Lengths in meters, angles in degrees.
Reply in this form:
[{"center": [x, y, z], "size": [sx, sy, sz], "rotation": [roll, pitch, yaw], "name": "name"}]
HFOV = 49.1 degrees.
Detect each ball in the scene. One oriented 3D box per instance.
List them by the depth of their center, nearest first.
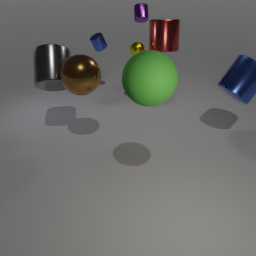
[{"center": [0.541, -1.247, 7.098], "size": [1.400, 1.400, 1.400], "rotation": [0, 29, 0], "name": "ball"}, {"center": [-1.620, -1.822, 9.664], "size": [1.400, 1.400, 1.400], "rotation": [0, 29, 0], "name": "ball"}, {"center": [0.431, -3.634, 12.993], "size": [0.700, 0.700, 0.700], "rotation": [0, 29, 0], "name": "ball"}]

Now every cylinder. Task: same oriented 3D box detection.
[{"center": [-2.851, -2.252, 10.641], "size": [1.400, 1.400, 1.400], "rotation": [-5, -8, -1], "name": "cylinder"}, {"center": [4.445, -1.854, 10.818], "size": [1.400, 1.400, 1.400], "rotation": [33, 12, -8], "name": "cylinder"}, {"center": [1.689, -4.320, 13.063], "size": [1.400, 1.400, 1.400], "rotation": [-1, 21, 0], "name": "cylinder"}, {"center": [0.642, -5.627, 13.715], "size": [0.700, 0.700, 0.700], "rotation": [-2, -1, 0], "name": "cylinder"}, {"center": [-1.517, -4.445, 14.503], "size": [0.700, 0.700, 0.700], "rotation": [-16, 43, 15], "name": "cylinder"}]
